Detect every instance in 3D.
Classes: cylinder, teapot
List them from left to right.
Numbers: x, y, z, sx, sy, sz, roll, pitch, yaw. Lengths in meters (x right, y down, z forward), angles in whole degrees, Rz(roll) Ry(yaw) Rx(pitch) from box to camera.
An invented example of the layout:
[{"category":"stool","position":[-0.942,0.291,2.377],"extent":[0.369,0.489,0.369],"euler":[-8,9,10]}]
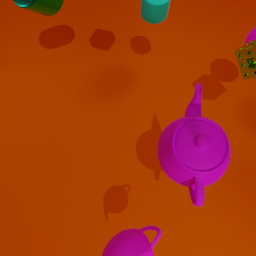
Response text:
[{"category":"cylinder","position":[-2.463,-3.694,7.637],"extent":[1.037,1.037,1.037],"euler":[4,100,24]},{"category":"teapot","position":[0.010,1.717,3.572],"extent":[1.151,0.716,0.564],"euler":[-48,48,-10]},{"category":"cylinder","position":[0.725,-3.306,7.436],"extent":[0.750,0.750,0.750],"euler":[0,73,-1]},{"category":"teapot","position":[1.144,0.280,4.726],"extent":[1.254,0.987,2.016],"euler":[3,72,0]}]

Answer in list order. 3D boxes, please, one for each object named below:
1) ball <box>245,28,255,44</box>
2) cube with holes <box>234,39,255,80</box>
[{"category":"ball","position":[3.592,-2.206,7.352],"extent":[0.983,0.983,0.983],"euler":[0,60,0]},{"category":"cube with holes","position":[2.993,-1.599,6.321],"extent":[0.704,0.704,0.704],"euler":[-34,108,-28]}]
